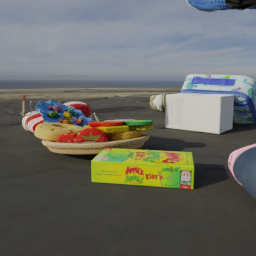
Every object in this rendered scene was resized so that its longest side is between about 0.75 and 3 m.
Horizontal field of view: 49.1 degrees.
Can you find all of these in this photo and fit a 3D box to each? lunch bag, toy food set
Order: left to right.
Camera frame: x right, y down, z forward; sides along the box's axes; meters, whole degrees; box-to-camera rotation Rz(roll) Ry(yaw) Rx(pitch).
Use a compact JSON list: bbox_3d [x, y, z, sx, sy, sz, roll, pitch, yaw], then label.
[{"bbox_3d":[-0.653,0.128,5.882,2.250,0.553,2.273,-5,4,-34],"label":"toy food set"},{"bbox_3d":[3.079,-0.989,9.436,2.421,0.998,1.946,10,-22,37],"label":"lunch bag"}]

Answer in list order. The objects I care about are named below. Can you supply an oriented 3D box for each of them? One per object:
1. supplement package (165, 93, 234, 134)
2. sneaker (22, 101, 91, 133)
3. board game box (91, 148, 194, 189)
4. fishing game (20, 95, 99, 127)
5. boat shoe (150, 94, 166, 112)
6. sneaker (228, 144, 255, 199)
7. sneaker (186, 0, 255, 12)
[{"bbox_3d":[2.141,-0.490,8.451,1.748,1.060,1.047,8,13,39],"label":"supplement package"},{"bbox_3d":[-1.822,-0.169,8.055,2.090,0.819,1.207,-20,28,-30],"label":"sneaker"},{"bbox_3d":[0.251,0.595,4.337,1.472,0.351,0.748,2,10,10],"label":"board game box"},{"bbox_3d":[-1.656,-0.365,7.419,2.242,0.348,1.605,16,25,-26],"label":"fishing game"},{"bbox_3d":[1.416,-1.161,13.263,0.765,0.836,2.238,-1,-1,6],"label":"boat shoe"},{"bbox_3d":[2.653,0.403,3.709,2.707,0.950,1.110,-1,13,-14],"label":"sneaker"},{"bbox_3d":[2.458,-3.415,6.949,2.523,0.968,1.404,20,20,30],"label":"sneaker"}]
